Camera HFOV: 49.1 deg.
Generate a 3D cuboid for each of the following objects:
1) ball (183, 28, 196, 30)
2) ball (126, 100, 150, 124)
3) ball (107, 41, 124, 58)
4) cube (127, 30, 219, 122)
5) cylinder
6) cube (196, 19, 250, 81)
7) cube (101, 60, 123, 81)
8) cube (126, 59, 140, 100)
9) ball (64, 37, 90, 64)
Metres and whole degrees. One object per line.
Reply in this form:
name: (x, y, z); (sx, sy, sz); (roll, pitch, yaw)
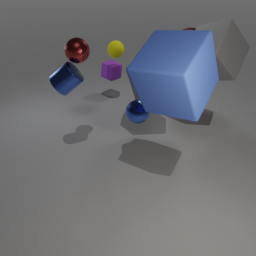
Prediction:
ball: (2.416, -3.176, 10.927); (1.400, 1.400, 1.400); (0, 29, 0)
ball: (0.281, -0.471, 8.111); (0.700, 0.700, 0.700); (0, 29, 0)
ball: (-0.509, -3.292, 11.719); (0.700, 0.700, 0.700); (0, 29, 0)
cube: (1.069, -1.204, 6.318); (1.400, 1.400, 1.400); (14, 59, 34)
cylinder: (-1.734, -1.395, 7.931); (0.700, 0.700, 0.700); (-36, 25, 16)
cube: (2.970, -2.561, 9.472); (1.400, 1.400, 1.400); (10, 69, 52)
cube: (-0.767, -2.694, 13.100); (0.700, 0.700, 0.700); (29, 37, 27)
cube: (0.848, -1.714, 9.502); (1.400, 1.400, 1.400); (-14, 21, 12)
ball: (-1.411, -2.154, 7.796); (0.700, 0.700, 0.700); (0, 29, 0)
